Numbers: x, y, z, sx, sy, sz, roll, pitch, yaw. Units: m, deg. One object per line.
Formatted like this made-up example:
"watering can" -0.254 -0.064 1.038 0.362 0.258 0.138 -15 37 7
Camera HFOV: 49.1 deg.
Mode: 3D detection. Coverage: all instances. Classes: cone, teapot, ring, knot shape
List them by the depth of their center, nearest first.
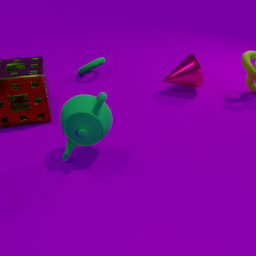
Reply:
"teapot" -0.961 -0.054 6.099 1.150 1.849 0.905 29 28 -15
"knot shape" 4.088 -1.875 8.679 1.391 1.487 0.687 13 13 -22
"cone" 1.622 -1.656 8.975 1.152 1.147 1.147 -18 37 -4
"ring" -1.312 -2.213 10.041 1.093 0.219 1.093 -27 12 6

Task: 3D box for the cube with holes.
"cube with holes" -2.928 -1.017 7.689 1.384 1.384 1.384 -8 35 -11
